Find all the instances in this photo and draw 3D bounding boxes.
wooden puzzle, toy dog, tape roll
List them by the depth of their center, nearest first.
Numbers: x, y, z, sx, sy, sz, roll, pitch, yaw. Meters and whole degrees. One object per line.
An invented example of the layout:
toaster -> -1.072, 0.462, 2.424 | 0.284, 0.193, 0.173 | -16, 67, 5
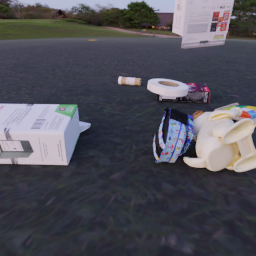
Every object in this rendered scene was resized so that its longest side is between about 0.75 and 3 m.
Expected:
toy dog -> 2.717, 0.322, 8.722 | 2.282, 1.643, 2.354 | -35, 23, 10
tape roll -> 1.613, -1.655, 11.357 | 1.668, 0.305, 1.668 | 7, 23, -3
wooden puzzle -> 5.138, -0.678, 12.202 | 1.884, 0.379, 2.037 | -16, 28, -34

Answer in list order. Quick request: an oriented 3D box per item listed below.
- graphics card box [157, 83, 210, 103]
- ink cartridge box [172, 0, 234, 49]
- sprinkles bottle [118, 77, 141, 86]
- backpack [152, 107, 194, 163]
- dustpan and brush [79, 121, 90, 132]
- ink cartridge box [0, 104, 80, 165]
graphics card box -> 2.830, -1.869, 14.647 | 2.654, 0.675, 1.665 | 2, 23, 7
ink cartridge box -> 2.955, -4.303, 11.275 | 2.143, 1.881, 0.899 | -9, 33, -17
sprinkles bottle -> 0.111, -2.896, 17.317 | 1.383, 0.472, 0.472 | 7, 24, 15
backpack -> 1.356, 0.355, 8.549 | 1.052, 1.427, 1.563 | 18, 37, -3
dustpan and brush -> -2.253, 0.112, 10.429 | 1.058, 0.434, 1.516 | 10, 18, 35
ink cartridge box -> -3.164, 0.128, 9.042 | 2.843, 1.195, 2.075 | 1, 29, 2
